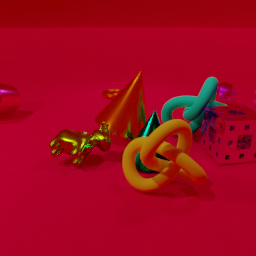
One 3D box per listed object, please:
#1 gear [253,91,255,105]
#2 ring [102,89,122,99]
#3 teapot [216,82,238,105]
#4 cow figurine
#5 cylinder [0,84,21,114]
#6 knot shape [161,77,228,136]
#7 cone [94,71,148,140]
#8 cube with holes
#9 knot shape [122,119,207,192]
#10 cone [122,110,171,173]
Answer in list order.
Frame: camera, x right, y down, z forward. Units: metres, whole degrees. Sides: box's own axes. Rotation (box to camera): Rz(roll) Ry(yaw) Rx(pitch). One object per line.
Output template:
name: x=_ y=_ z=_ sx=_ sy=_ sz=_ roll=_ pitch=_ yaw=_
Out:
gear: x=4.543 y=-0.876 z=8.710 sx=1.275 sy=1.275 sz=0.236 roll=-5 pitch=6 yaw=-12
ring: x=-0.586 y=-1.461 z=11.938 sx=1.073 sy=0.215 sz=1.073 roll=1 pitch=22 yaw=0
teapot: x=3.634 y=-1.215 z=10.263 sx=0.738 sy=0.938 sz=1.508 roll=-2 pitch=20 yaw=32
cow figurine: x=-1.030 y=0.277 z=6.460 sx=1.253 sy=0.688 sz=1.233 roll=21 pitch=53 yaw=12
cylinder: x=-4.235 y=-0.950 z=9.152 sx=1.012 sy=1.012 sz=1.012 roll=5 pitch=4 yaw=13
knot shape: x=2.010 y=-0.522 z=7.614 sx=1.797 sy=1.920 sz=0.887 roll=-1 pitch=61 yaw=-35
cone: x=0.097 y=-0.765 z=7.664 sx=1.655 sy=1.661 sz=1.655 roll=17 pitch=18 yaw=-6
cube with holes: x=2.519 y=0.123 z=6.776 sx=1.068 sy=1.068 sz=1.068 roll=-3 pitch=22 yaw=-10
knot shape: x=0.683 y=0.492 z=5.112 sx=1.602 sy=1.499 sz=0.740 roll=7 pitch=39 yaw=5
cone: x=0.535 y=0.168 z=6.354 sx=1.224 sy=1.229 sz=1.224 roll=5 pitch=23 yaw=-2
